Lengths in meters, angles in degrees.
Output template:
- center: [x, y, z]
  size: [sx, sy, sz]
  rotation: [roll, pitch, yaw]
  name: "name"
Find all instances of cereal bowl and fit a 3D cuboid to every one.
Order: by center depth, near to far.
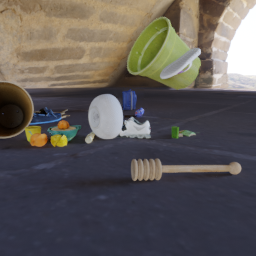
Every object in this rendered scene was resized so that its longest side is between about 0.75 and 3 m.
- center: [-0.889, -0.372, 9.525]
  size: [0.646, 1.551, 1.551]
  rotation: [-6, 12, -39]
  name: "cereal bowl"

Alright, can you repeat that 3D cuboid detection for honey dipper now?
- center: [1.306, 0.882, 6.108]
  size: [2.473, 0.470, 0.470]
  rotation: [0, 10, -12]
  name: "honey dipper"

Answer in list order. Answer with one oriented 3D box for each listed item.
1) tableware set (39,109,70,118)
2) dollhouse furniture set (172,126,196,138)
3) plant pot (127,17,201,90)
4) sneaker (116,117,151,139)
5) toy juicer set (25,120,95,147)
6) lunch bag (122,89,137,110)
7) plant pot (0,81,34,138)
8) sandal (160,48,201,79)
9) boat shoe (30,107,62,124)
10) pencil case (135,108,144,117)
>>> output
- center: [-4.252, -0.765, 14.705]
  size: [2.056, 0.412, 1.359]
  rotation: [2, 11, 12]
  name: "tableware set"
- center: [1.987, 0.092, 10.223]
  size: [1.048, 0.405, 0.524]
  rotation: [-10, 15, -42]
  name: "dollhouse furniture set"
- center: [1.726, -2.963, 12.275]
  size: [2.459, 2.675, 2.675]
  rotation: [27, -4, -29]
  name: "plant pot"
- center: [-0.036, -0.036, 10.049]
  size: [1.696, 0.751, 0.628]
  rotation: [0, 12, 6]
  name: "sneaker"
- center: [-2.088, 0.128, 9.306]
  size: [2.499, 0.680, 1.590]
  rotation: [-4, 11, -21]
  name: "toy juicer set"
- center: [0.104, -1.794, 17.739]
  size: [0.864, 1.305, 0.887]
  rotation: [-1, 6, -7]
  name: "lunch bag"
- center: [-4.487, -0.545, 10.457]
  size: [1.964, 1.964, 2.107]
  rotation: [-3, -4, -15]
  name: "plant pot"
- center: [2.027, -2.298, 10.389]
  size: [1.853, 0.455, 0.754]
  rotation: [-38, 32, -8]
  name: "sandal"
- center: [-3.912, -0.605, 13.167]
  size: [0.822, 0.670, 1.953]
  rotation: [7, 13, 31]
  name: "boat shoe"
- center: [0.643, -0.851, 15.197]
  size: [0.428, 0.384, 0.985]
  rotation: [-26, 6, 15]
  name: "pencil case"
